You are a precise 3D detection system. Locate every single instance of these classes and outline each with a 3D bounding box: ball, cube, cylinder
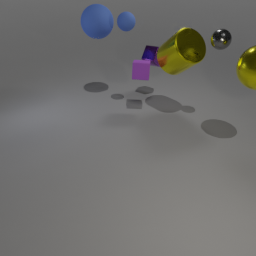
[{"bbox_3d":[-1.310,-4.522,11.923,1.400,1.400,1.400,0,30,0],"label":"ball"},{"bbox_3d":[1.165,-3.342,13.023,0.700,0.700,0.700,19,-2,34],"label":"cube"},{"bbox_3d":[3.224,-3.066,9.698,0.700,0.700,0.700,0,30,0],"label":"ball"},{"bbox_3d":[4.088,-1.862,8.650,1.400,1.400,1.400,0,30,0],"label":"ball"},{"bbox_3d":[2.056,-2.942,10.910,1.400,1.400,1.400,-16,-2,-25],"label":"cylinder"},{"bbox_3d":[0.548,-2.404,11.592,0.700,0.700,0.700,4,22,4],"label":"cube"},{"bbox_3d":[-0.066,-4.021,10.582,0.700,0.700,0.700,0,30,0],"label":"ball"}]
